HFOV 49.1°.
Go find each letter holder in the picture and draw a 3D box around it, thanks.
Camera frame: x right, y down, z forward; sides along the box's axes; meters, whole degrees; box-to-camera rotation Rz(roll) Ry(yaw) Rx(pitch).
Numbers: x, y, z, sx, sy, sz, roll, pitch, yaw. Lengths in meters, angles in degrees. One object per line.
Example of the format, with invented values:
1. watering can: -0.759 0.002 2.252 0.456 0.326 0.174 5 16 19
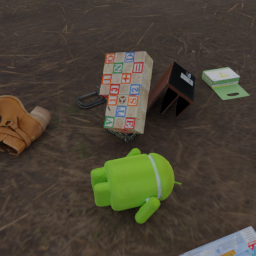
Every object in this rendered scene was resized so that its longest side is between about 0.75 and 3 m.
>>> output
1. letter holder: 1.677 -1.329 11.185 1.175 1.661 2.338 35 34 -8

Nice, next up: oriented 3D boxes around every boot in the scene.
1. boot: -4.292 -0.133 9.909 2.635 0.971 2.038 12 46 18

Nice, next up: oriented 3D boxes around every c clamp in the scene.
1. c clamp: -1.582 -1.300 11.870 1.458 0.197 1.245 -29 53 -32

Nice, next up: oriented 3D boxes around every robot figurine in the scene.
1. robot figurine: 0.204 1.451 7.699 2.353 1.361 2.064 -10 41 -11

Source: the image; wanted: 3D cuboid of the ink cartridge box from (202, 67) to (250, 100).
1. ink cartridge box: 4.362 -2.023 12.512 1.380 0.455 1.896 -11 40 -13

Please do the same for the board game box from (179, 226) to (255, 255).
1. board game box: 2.162 3.415 5.694 2.152 0.443 2.147 -20 45 -3

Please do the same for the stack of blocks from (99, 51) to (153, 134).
1. stack of blocks: -0.126 -1.196 9.558 1.513 0.770 2.628 4 81 26

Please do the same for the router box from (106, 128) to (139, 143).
1. router box: -0.137 0.005 10.178 1.079 0.335 0.808 29 47 30
